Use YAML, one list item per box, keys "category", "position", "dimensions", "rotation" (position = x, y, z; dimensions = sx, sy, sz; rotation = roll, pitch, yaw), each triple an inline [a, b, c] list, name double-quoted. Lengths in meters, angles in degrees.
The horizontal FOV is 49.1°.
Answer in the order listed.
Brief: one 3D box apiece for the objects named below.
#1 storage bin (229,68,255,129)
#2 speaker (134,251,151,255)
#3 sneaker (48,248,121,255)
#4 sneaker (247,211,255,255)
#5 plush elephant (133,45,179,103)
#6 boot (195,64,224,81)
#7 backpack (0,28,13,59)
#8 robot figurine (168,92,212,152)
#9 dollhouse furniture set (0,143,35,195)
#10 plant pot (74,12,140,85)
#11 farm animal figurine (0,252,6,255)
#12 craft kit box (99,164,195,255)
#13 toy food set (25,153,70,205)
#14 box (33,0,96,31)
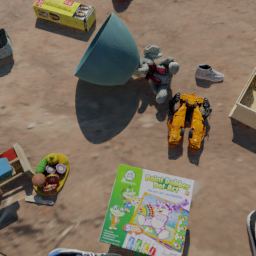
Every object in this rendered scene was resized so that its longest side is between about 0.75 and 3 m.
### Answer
- category: "storage bin"
  position: [5.009, -0.868, 9.806]
  dimensions: [2.089, 0.979, 2.074]
  rotation: [30, 66, 15]
- category: "speaker"
  position: [0.554, 3.229, 7.740]
  dimensions: [0.810, 0.810, 1.831]
  rotation: [-14, 63, -8]
- category: "sneaker"
  position: [-1.042, 3.696, 7.346]
  dimensions: [2.430, 1.035, 0.936]
  rotation: [5, 62, 2]
- category: "sneaker"
  position: [3.937, 3.399, 7.213]
  dimensions: [1.002, 1.535, 2.743]
  rotation: [-7, 62, -4]
- category: "plush elephant"
  position: [0.925, -2.103, 10.218]
  dimensions: [1.437, 1.529, 1.856]
  rotation: [19, 34, -5]
- category: "boot"
  position: [3.162, -2.128, 10.720]
  dimensions: [1.135, 0.543, 0.418]
  rotation: [6, 62, 3]
- category: "backpack"
  position: [-5.106, -3.269, 11.147]
  dimensions: [0.977, 0.852, 1.111]
  rotation: [-25, 55, -10]
- category: "robot figurine"
  position: [2.061, -0.290, 9.701]
  dimensions: [1.532, 0.615, 2.113]
  rotation: [12, 64, 6]
- category: "dollhouse furniture set"
  position: [-4.693, 1.015, 8.222]
  dimensions: [2.768, 1.951, 1.940]
  rotation: [-29, 66, -12]
- category: "plant pot"
  position: [-0.576, -2.526, 10.101]
  dimensions: [1.710, 2.539, 2.539]
  rotation: [32, 62, -18]
- category: "farm animal figurine"
  position: [-3.890, 3.562, 7.591]
  dimensions: [1.146, 1.158, 0.604]
  rotation: [32, 61, -16]
- category: "craft kit box"
  position: [0.540, 2.223, 7.497]
  dimensions: [2.145, 0.520, 2.118]
  rotation: [11, 66, 9]
- category: "toy food set"
  position: [-2.512, 1.499, 8.776]
  dimensions: [1.018, 0.565, 1.730]
  rotation: [14, 63, 7]
- category: "box"
  position: [-2.744, -5.064, 12.221]
  dimensions: [2.559, 0.641, 0.963]
  rotation: [19, 64, 10]
